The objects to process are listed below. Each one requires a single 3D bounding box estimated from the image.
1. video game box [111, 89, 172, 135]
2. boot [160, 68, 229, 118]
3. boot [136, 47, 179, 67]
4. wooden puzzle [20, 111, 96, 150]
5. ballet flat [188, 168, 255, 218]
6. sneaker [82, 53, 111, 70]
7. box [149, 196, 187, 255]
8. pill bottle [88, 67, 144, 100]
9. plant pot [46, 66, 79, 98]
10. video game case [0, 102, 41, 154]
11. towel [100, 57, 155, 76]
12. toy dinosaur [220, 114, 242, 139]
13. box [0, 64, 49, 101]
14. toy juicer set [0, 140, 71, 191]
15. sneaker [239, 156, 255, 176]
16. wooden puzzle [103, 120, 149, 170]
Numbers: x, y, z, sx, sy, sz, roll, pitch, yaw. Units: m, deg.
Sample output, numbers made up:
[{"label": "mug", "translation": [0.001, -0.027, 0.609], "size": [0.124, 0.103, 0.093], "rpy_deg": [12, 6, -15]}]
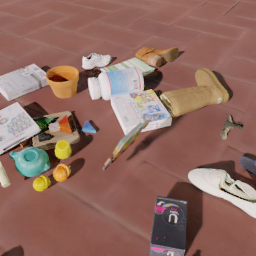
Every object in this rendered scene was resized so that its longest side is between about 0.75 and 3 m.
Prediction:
[{"label": "video game box", "translation": [0.498, -0.723, 11.783], "size": [1.974, 0.507, 2.167], "rpy_deg": [-14, 43, -11]}, {"label": "boot", "translation": [2.741, -1.690, 12.583], "size": [2.768, 0.915, 2.424], "rpy_deg": [-15, 44, -14]}, {"label": "boot", "translation": [1.621, -4.094, 15.497], "size": [2.115, 0.811, 1.642], "rpy_deg": [-36, 48, -25]}, {"label": "wooden puzzle", "translation": [-2.947, 0.045, 11.040], "size": [2.969, 0.347, 2.003], "rpy_deg": [-18, 45, -20]}, {"label": "ballet flat", "translation": [3.123, 1.796, 8.696], "size": [2.586, 0.898, 0.898], "rpy_deg": [28, 49, 28]}, {"label": "sneaker", "translation": [-1.653, -3.629, 14.889], "size": [1.667, 0.726, 0.621], "rpy_deg": [-22, 46, -25]}, {"label": "box", "translation": [1.116, 2.738, 7.674], "size": [0.898, 0.779, 1.469], "rpy_deg": [7, 43, 8]}, {"label": "pill bottle", "translation": [-0.548, -1.955, 12.598], "size": [2.311, 1.257, 1.257], "rpy_deg": [-12, 43, -15]}, {"label": "plant pot", "translation": [-2.948, -2.053, 12.881], "size": [1.466, 1.026, 1.466], "rpy_deg": [0, 41, 0]}, {"label": "video game case", "translation": [-4.775, 0.005, 10.906], "size": [2.016, 0.262, 2.215], "rpy_deg": [-34, 49, -22]}, {"label": "towel", "translation": [-0.031, -3.000, 14.517], "size": [2.346, 0.274, 1.789], "rpy_deg": [-26, 47, -26]}, {"label": "toy dinosaur", "translation": [4.162, -0.117, 11.228], "size": [0.712, 0.383, 1.615], "rpy_deg": [11, 39, 21]}, {"label": "box", "translation": [-5.114, -2.266, 13.550], "size": [2.235, 0.460, 1.742], "rpy_deg": [-30, 49, -31]}, {"label": "toy juicer set", "translation": [-3.223, 1.367, 9.370], "size": [2.744, 0.747, 1.746], "rpy_deg": [-5, 57, -14]}, {"label": "sneaker", "translation": [4.455, 1.382, 9.551], "size": [0.537, 0.460, 1.310], "rpy_deg": [-13, 40, -43]}, {"label": "wooden puzzle", "translation": [-0.019, 0.438, 9.004], "size": [0.157, 1.324, 2.232], "rpy_deg": [41, 49, 9]}]
